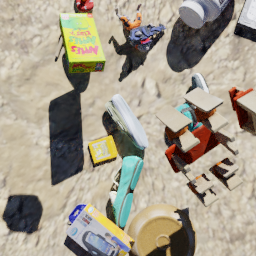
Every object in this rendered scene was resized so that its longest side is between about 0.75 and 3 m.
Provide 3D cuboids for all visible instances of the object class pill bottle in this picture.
[{"bbox_3d":[2.740,-4.499,9.082,1.383,1.383,2.460,38,84,4],"label":"pill bottle"}]

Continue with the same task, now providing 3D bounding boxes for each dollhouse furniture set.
[{"bbox_3d":[1.945,0.134,6.353,2.445,1.273,2.471,-32,125,-6],"label":"dollhouse furniture set"}]

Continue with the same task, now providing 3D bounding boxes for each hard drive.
[{"bbox_3d":[4.398,-4.003,9.594,0.967,0.262,1.385,23,85,3],"label":"hard drive"}]

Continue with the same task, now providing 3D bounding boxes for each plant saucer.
[{"bbox_3d":[1.065,3.487,8.618,2.217,0.392,2.217,0,83,0],"label":"plant saucer"}]

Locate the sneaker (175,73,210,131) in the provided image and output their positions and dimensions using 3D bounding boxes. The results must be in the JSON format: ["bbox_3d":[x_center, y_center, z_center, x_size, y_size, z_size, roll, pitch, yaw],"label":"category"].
[{"bbox_3d":[1.945,-0.764,8.960,1.170,0.810,1.938,-7,84,-10],"label":"sneaker"}]

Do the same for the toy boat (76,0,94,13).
[{"bbox_3d":[-1.490,-4.382,9.467,0.591,0.592,0.905,-12,83,-1],"label":"toy boat"}]

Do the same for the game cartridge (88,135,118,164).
[{"bbox_3d":[-0.802,0.698,9.087,0.814,0.132,0.718,-18,84,-1],"label":"game cartridge"}]

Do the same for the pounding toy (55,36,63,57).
[{"bbox_3d":[-1.537,-2.834,9.321,1.639,0.761,1.265,12,95,30],"label":"pounding toy"}]

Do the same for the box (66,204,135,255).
[{"bbox_3d":[-0.940,3.192,8.388,2.024,0.420,1.205,37,115,3],"label":"box"}]

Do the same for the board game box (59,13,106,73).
[{"bbox_3d":[-1.287,-2.367,7.699,0.946,0.443,1.861,-6,60,-19],"label":"board game box"}]

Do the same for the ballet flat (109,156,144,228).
[{"bbox_3d":[-0.156,1.918,8.731,0.773,0.740,2.197,14,83,26],"label":"ballet flat"}]

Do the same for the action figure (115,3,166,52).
[{"bbox_3d":[0.420,-3.303,9.406,1.625,0.850,1.572,-19,89,-32],"label":"action figure"}]

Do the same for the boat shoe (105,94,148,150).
[{"bbox_3d":[-0.037,-0.131,8.998,0.614,0.712,1.979,-33,80,21],"label":"boat shoe"}]
